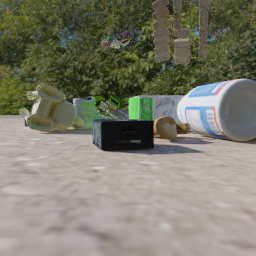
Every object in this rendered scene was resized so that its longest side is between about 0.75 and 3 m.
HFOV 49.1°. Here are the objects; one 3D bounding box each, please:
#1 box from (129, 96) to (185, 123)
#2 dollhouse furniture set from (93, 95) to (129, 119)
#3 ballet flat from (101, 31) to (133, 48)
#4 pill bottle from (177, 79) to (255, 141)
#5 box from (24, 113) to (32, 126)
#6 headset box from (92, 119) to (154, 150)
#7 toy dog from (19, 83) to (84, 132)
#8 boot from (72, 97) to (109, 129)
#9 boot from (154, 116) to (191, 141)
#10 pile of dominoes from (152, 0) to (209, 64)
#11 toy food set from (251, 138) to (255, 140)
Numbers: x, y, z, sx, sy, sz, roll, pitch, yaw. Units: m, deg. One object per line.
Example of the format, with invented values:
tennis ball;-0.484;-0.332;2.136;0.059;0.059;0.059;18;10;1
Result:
box;1.380;-0.619;10.947;2.421;1.326;2.743;0;3;-8
dollhouse furniture set;-0.604;-0.438;14.185;2.691;1.350;1.763;37;31;31
ballet flat;-0.335;-3.211;10.363;1.359;0.484;0.470;-31;-13;-33
pill bottle;2.364;-0.482;7.594;1.467;1.467;2.614;-1;5;-14
box;-3.762;-0.473;14.183;1.696;0.699;2.890;0;6;10
headset box;-0.125;0.105;5.557;1.028;0.548;1.180;-1;4;-14
toy dog;-2.833;-0.655;10.408;2.188;1.575;2.257;9;-2;-26
boot;-1.481;-0.692;12.150;1.028;1.335;2.794;1;4;17
boot;0.758;0.045;7.263;1.196;0.588;1.671;-4;-4;38
pile of dominoes;1.863;-3.534;10.032;1.940;2.489;0.396;4;35;16
toy food set;3.911;0.140;7.167;1.785;0.281;1.135;-3;4;-38
